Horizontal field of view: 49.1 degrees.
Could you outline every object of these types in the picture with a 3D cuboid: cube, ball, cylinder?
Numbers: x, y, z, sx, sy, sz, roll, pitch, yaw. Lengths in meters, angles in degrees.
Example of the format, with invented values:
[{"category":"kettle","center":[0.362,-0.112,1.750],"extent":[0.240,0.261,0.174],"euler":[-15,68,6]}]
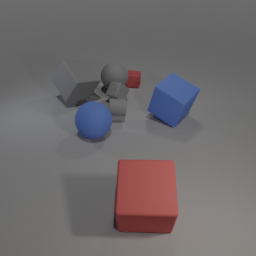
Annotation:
[{"category":"cube","center":[1.885,-1.168,11.697],"extent":[1.400,1.400,1.400],"euler":[35,50,16]},{"category":"ball","center":[-0.678,-2.619,14.162],"extent":[1.400,1.400,1.400],"euler":[0,32,0]},{"category":"cube","center":[0.307,-2.648,15.160],"extent":[0.700,0.700,0.700],"euler":[6,37,6]},{"category":"ball","center":[-1.304,-0.302,10.613],"extent":[1.400,1.400,1.400],"euler":[0,32,0]},{"category":"cube","center":[-0.493,-1.712,13.283],"extent":[0.700,0.700,0.700],"euler":[17,-9,42]},{"category":"cylinder","center":[-0.440,-0.850,11.655],"extent":[0.700,0.700,0.700],"euler":[3,31,-6]},{"category":"cube","center":[-2.401,-2.221,13.037],"extent":[1.400,1.400,1.400],"euler":[-16,66,-46]},{"category":"cube","center":[0.443,1.733,7.056],"extent":[1.400,1.400,1.400],"euler":[1,55,2]}]
